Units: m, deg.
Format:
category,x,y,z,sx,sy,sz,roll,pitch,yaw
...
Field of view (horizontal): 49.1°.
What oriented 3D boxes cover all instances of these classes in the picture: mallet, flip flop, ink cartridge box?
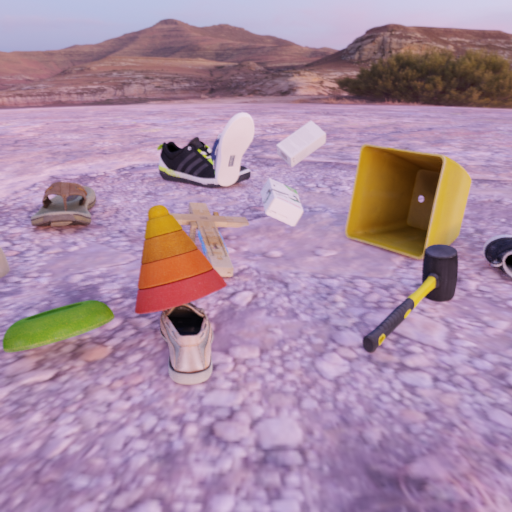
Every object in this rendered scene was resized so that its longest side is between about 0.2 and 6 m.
category,x,y,z,sx,sy,sz,roll,pitch,yaw
mallet,2.355,0.561,8.410,0.559,0.895,2.718,15,24,36
flip flop,-4.665,-1.410,13.815,1.384,0.982,3.412,-2,20,-6
ink cartridge box,0.562,-1.189,12.362,0.764,0.441,1.046,22,27,-19

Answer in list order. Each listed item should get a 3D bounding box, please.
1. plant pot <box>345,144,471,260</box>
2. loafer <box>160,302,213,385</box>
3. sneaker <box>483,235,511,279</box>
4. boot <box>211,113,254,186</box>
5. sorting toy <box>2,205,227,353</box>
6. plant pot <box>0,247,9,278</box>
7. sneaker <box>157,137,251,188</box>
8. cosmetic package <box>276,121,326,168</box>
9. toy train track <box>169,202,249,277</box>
category,x,y,z,sx,sy,sz,roll,pitch,yaw
plant pot,3.396,-1.180,11.944,1.803,2.044,2.044,-3,17,-41
loafer,-0.933,0.956,7.636,0.742,0.649,2.065,-4,20,-11
sneaker,5.197,0.069,10.065,2.023,0.764,1.151,0,19,17
boot,-0.545,-2.211,10.822,0.622,1.711,0.773,-3,52,-25
sorting toy,-2.468,0.327,7.384,4.084,1.407,1.416,-16,5,-20
plant pot,-5.237,-0.055,10.194,1.282,0.861,1.282,0,19,0
sneaker,-1.790,-3.009,17.678,3.417,1.415,1.225,10,22,25
cosmetic package,1.049,-2.603,13.016,1.066,0.380,0.541,-37,66,-12
toy train track,-0.994,-0.275,11.457,1.929,0.547,3.364,2,24,-15
